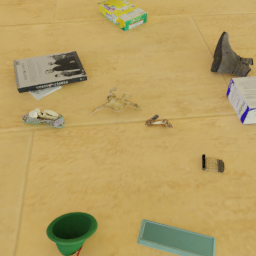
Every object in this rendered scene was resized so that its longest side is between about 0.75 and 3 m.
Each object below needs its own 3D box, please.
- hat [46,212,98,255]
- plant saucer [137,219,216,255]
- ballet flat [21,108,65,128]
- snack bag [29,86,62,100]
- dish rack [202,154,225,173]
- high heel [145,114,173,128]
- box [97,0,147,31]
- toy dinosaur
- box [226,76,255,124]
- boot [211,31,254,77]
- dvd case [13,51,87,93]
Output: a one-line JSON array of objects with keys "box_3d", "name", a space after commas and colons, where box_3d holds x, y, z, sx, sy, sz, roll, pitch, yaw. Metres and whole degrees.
[{"box_3d": [-1.512, 3.266, 7.508, 1.309, 1.391, 1.580, 8, 18, 27], "name": "hat"}, {"box_3d": [1.333, 3.053, 7.659, 2.095, 0.199, 0.732, 11, 50, 10], "name": "plant saucer"}, {"box_3d": [-3.151, -0.447, 10.365, 1.693, 0.609, 0.609, 9, 50, 8], "name": "ballet flat"}, {"box_3d": [-3.557, -1.737, 11.742, 1.213, 0.138, 1.287, -33, 54, -26], "name": "snack bag"}, {"box_3d": [2.806, 1.187, 9.231, 0.760, 0.207, 0.583, 7, 51, 5], "name": "dish rack"}, {"box_3d": [1.121, -0.098, 10.240, 0.679, 0.340, 0.953, -35, 49, -25], "name": "high heel"}, {"box_3d": [-0.396, -6.394, 15.404, 1.591, 0.656, 2.712, -30, 58, -22], "name": "box"}, {"box_3d": [-0.549, -1.006, 10.842, 2.084, 0.607, 1.054, -6, 51, -6], "name": "toy dinosaur"}, {"box_3d": [4.891, -1.100, 10.703, 1.594, 0.910, 1.734, -6, 49, -5], "name": "box"}, {"box_3d": [4.778, -3.246, 12.691, 1.677, 0.889, 2.548, 16, 62, 9], "name": "boot"}, {"box_3d": [-3.392, -2.498, 12.118, 2.825, 0.349, 2.123, -14, 48, -14], "name": "dvd case"}]
